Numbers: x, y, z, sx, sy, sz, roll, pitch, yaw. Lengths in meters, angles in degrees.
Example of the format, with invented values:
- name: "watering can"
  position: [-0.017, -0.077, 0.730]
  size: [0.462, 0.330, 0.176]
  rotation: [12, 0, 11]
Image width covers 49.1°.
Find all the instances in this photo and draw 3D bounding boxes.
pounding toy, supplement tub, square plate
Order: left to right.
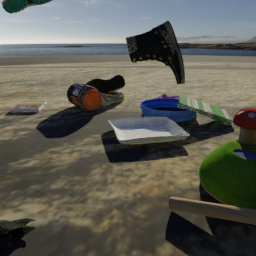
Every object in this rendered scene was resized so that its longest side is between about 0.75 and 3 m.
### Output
- name: "supplement tub"
  position: [-1.713, -1.234, 11.030]
  size: [0.951, 0.951, 1.553]
  rotation: [-11, 22, -31]
- name: "square plate"
  position: [0.504, 0.061, 8.135]
  size: [1.945, 0.279, 1.964]
  rotation: [-3, 18, -12]
- name: "pounding toy"
  position: [2.344, 0.521, 4.887]
  size: [2.315, 1.392, 3.000]
  rotation: [12, 21, 34]

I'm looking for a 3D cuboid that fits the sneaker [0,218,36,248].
- name: "sneaker"
  position: [-1.748, 1.469, 3.772]
  size: [0.478, 0.275, 0.917]
  rotation: [5, 15, 30]

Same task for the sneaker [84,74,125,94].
- name: "sneaker"
  position: [-1.335, -1.781, 13.179]
  size: [1.168, 1.004, 2.759]
  rotation: [-16, 5, 41]

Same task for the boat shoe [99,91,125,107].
- name: "boat shoe"
  position: [-0.754, -1.373, 12.049]
  size: [0.687, 0.593, 1.884]
  rotation: [12, 22, 33]

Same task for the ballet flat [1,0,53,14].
- name: "ballet flat"
  position: [-3.214, -4.356, 9.121]
  size: [2.015, 0.723, 0.723]
  rotation: [-11, 16, 12]

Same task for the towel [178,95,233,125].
- name: "towel"
  position: [2.606, -0.646, 9.629]
  size: [1.825, 0.213, 1.392]
  rotation: [18, 22, 4]

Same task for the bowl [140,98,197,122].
- name: "bowl"
  position: [1.499, -0.671, 10.168]
  size: [2.097, 0.412, 2.097]
  rotation: [0, 18, 0]

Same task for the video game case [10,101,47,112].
- name: "video game case"
  position: [-3.950, -0.872, 11.259]
  size: [1.068, 0.130, 1.493]
  rotation: [-1, 17, -4]

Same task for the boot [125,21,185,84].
- name: "boot"
  position: [0.683, -1.707, 6.898]
  size: [1.203, 1.592, 0.575]
  rotation: [-16, -4, 5]

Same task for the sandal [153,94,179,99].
- name: "sandal"
  position: [1.673, -1.382, 12.480]
  size: [1.415, 0.348, 0.576]
  rotation: [-9, 20, -26]
